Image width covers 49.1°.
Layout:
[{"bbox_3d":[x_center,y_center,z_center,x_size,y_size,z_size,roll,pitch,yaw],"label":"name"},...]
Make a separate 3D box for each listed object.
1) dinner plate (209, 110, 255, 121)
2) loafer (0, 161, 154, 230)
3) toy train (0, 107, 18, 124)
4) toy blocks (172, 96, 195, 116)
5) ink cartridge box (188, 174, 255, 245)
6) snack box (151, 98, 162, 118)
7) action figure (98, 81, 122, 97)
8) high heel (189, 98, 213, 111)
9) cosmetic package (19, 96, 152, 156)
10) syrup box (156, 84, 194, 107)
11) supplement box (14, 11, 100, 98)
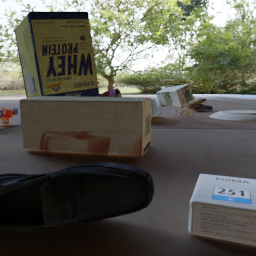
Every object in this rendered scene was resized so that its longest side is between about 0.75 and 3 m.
[{"bbox_3d":[4.717,-0.555,11.664,2.588,0.314,2.588,-1,7,0],"label":"dinner plate"},{"bbox_3d":[-0.606,0.667,2.545,1.706,0.579,0.599,-4,13,3],"label":"loafer"},{"bbox_3d":[-4.739,-0.308,8.876,2.437,0.678,1.831,-1,7,-27],"label":"toy train"},{"bbox_3d":[2.375,-1.038,12.602,0.868,0.963,1.031,14,17,36],"label":"toy blocks"},{"bbox_3d":[1.523,0.716,2.795,1.612,0.360,1.421,3,10,21],"label":"ink cartridge box"},{"bbox_3d":[0.040,-0.812,11.454,2.079,0.834,2.465,3,8,24],"label":"snack box"},{"bbox_3d":[-1.595,-1.476,15.863,2.568,1.720,1.912,-6,44,3],"label":"action figure"},{"bbox_3d":[3.691,-1.342,15.442,1.318,0.660,1.849,5,16,-11],"label":"high heel"},{"bbox_3d":[-0.803,-0.107,5.863,2.468,1.077,1.276,3,10,13],"label":"cosmetic package"},{"bbox_3d":[1.782,-1.232,10.761,0.647,0.626,1.589,-27,13,-19],"label":"syrup box"},{"bbox_3d":[-2.338,-2.132,8.949,1.708,2.544,2.541,-14,14,-29],"label":"supplement box"}]
